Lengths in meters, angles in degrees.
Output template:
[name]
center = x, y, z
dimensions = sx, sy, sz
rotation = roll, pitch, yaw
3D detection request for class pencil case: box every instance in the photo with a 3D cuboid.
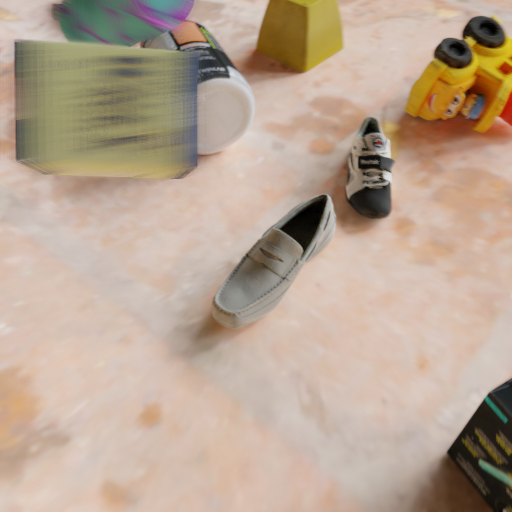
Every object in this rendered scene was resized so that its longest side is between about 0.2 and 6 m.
[pencil case]
center = -1.837, -3.410, 7.617
dimensions = 1.004, 1.091, 2.360
rotation = -13, 15, -38

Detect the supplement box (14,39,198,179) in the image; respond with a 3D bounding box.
[supplement box]
center = -1.146, -1.084, 4.483
dimensions = 1.245, 0.837, 1.246
rotation = 0, 4, -12

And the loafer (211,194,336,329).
[loafer]
center = 0.260, -0.002, 7.535
dimensions = 0.835, 0.834, 2.389
rotation = 29, 55, 22

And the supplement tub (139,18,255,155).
[supplement tub]
center = -1.134, -3.052, 9.710
dimensions = 1.531, 1.531, 2.499
rotation = -16, 51, -14

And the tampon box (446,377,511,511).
[tampon box]
center = 2.749, 1.883, 5.484
dimensions = 0.927, 1.469, 1.101
rotation = -23, 54, -19

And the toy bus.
[toy bus]
center = 3.978, -2.892, 9.842
dimensions = 2.098, 1.424, 2.014
rotation = -38, 75, -25

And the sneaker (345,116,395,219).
[sneaker]
center = 1.777, -1.438, 8.790
dimensions = 0.713, 0.852, 1.925
rotation = 1, 51, -1

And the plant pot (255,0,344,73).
[plant pot]
center = 0.919, -4.777, 11.410
dimensions = 1.383, 1.220, 1.383
rotation = 34, 57, 27
